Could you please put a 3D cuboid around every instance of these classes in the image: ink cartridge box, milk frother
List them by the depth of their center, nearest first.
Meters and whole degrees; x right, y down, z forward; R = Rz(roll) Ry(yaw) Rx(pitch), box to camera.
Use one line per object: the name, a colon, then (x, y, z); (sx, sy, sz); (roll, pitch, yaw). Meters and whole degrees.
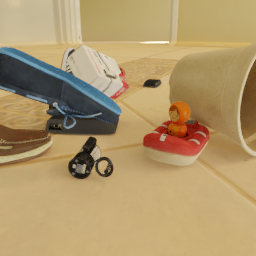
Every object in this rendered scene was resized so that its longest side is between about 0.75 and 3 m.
milk frother: (-0.739, 0.730, 6.306); (0.890, 0.803, 0.837); (35, 24, -3)
ink cartridge box: (-0.910, -1.742, 8.973); (0.733, 1.298, 1.769); (-36, -19, 24)

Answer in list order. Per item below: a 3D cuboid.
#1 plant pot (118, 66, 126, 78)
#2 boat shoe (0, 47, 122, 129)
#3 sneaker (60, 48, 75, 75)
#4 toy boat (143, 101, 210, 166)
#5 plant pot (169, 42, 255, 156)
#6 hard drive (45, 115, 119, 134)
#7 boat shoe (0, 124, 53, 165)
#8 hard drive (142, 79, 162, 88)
plant pot: (-0.639, -2.769, 14.736); (1.164, 1.164, 1.132); (5, 13, 13)
boat shoe: (-1.341, -0.640, 5.374); (2.485, 0.853, 1.046); (27, 14, -13)
sneaker: (-2.296, -2.585, 13.052); (1.598, 1.032, 2.946); (3, 55, 2)
toy boat: (1.236, 0.015, 6.993); (1.376, 1.378, 2.108); (11, 24, 27)
plant pot: (2.702, -1.008, 7.747); (2.948, 2.948, 2.699); (-15, 21, -34)
hard drive: (-1.407, -0.249, 8.951); (2.157, 0.456, 1.455); (1, 21, 4)
boat shoe: (-3.370, 0.255, 6.756); (2.978, 1.102, 1.100); (-9, 23, -21)
hard drive: (1.283, -2.362, 14.700); (0.804, 0.252, 1.192); (8, 23, 20)
